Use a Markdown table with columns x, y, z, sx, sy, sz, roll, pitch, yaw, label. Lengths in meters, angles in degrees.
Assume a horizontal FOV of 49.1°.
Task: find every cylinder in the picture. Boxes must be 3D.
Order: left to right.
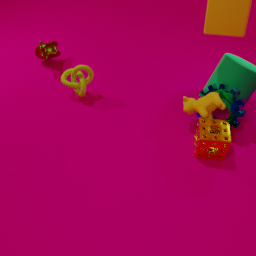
| x | y | z | sx | sy | sz | roll | pitch | yaw | label |
| --- | --- | --- | --- | --- | --- | --- | --- | --- | --- |
| 3.346 | -1.443 | 8.928 | 1.384 | 1.384 | 1.384 | 20 | 29 | -12 | cylinder |

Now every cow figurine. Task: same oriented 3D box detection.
| x | y | z | sx | sy | sz | roll | pitch | yaw | label |
| --- | --- | --- | --- | --- | --- | --- | --- | --- | --- |
| -3.113 | -2.900 | 10.555 | 1.302 | 0.714 | 1.281 | -5 | 18 | 28 | cow figurine |
| 2.202 | -0.733 | 8.329 | 1.105 | 0.607 | 1.087 | -43 | 52 | 22 | cow figurine |

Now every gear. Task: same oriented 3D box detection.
| x | y | z | sx | sy | sz | roll | pitch | yaw | label |
| --- | --- | --- | --- | --- | --- | --- | --- | --- | --- |
| 2.774 | -0.605 | 8.461 | 1.487 | 1.487 | 0.275 | 36 | 36 | 27 | gear |

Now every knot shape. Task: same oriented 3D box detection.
| x | y | z | sx | sy | sz | roll | pitch | yaw | label |
| --- | --- | --- | --- | --- | --- | --- | --- | --- | --- |
| -1.641 | -1.684 | 9.487 | 1.109 | 1.038 | 0.512 | 50 | 20 | 3 | knot shape |

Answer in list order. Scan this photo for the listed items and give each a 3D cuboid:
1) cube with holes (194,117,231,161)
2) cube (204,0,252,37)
| x | y | z | sx | sy | sz | roll | pitch | yaw | label |
| --- | --- | --- | --- | --- | --- | --- | --- | --- | --- |
| 2.407 | 0.319 | 8.094 | 0.840 | 0.840 | 0.840 | 6 | 50 | 5 | cube with holes |
| 2.619 | -3.031 | 7.297 | 1.009 | 1.009 | 1.009 | 11 | 33 | 19 | cube |
